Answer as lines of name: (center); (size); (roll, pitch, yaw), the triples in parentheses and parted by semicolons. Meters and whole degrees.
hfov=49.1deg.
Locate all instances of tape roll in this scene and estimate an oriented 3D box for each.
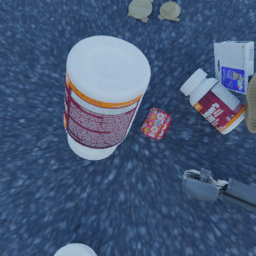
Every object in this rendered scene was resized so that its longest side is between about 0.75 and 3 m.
tape roll: (-1.229, 3.260, 6.443); (1.123, 0.393, 1.123); (-6, 69, 16)

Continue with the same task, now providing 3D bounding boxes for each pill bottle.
pill bottle: (2.322, -0.746, 7.662); (1.741, 0.954, 0.954); (44, 77, 6)
pill bottle: (-0.645, -0.492, 6.517); (1.654, 2.896, 1.654); (7, 57, -11)

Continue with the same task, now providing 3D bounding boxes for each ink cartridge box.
ink cartridge box: (2.842, -1.674, 7.587); (0.285, 1.314, 1.302); (-16, 113, -15)

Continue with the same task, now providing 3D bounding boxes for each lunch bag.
lunch bag: (0.820, -0.093, 7.737); (0.706, 0.328, 0.802); (23, 99, -11)

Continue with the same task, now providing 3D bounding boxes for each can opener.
can opener: (2.451, 1.689, 6.829); (2.427, 0.647, 0.812); (23, 59, 3)

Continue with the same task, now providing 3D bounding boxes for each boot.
boot: (3.143, -0.899, 6.660); (0.639, 1.765, 1.468); (13, 35, 19)

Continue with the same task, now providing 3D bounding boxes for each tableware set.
tableware set: (0.951, -4.362, 9.289); (1.698, 0.236, 2.033); (8, 76, 8)
